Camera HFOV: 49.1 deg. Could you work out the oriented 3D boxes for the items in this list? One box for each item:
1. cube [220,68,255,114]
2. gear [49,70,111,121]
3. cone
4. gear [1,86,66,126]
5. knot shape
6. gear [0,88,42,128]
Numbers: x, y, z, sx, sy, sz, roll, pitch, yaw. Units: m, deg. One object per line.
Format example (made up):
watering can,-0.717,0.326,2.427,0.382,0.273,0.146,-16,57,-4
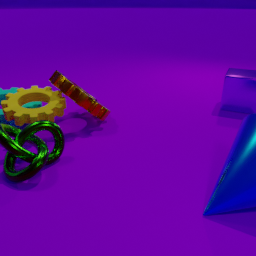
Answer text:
cube,3.537,-1.164,8.648,1.088,1.088,1.088,11,27,22
gear,-1.279,-0.865,7.568,1.793,0.332,1.793,38,2,-2
cone,1.880,0.915,4.585,1.680,1.674,1.674,-35,34,-9
gear,-2.317,-0.577,6.966,1.492,0.276,1.492,3,36,-2
knot shape,-1.903,0.352,5.652,1.332,0.658,1.423,-16,60,-35
gear,-3.418,-0.600,7.859,1.914,0.354,1.914,4,30,-2
